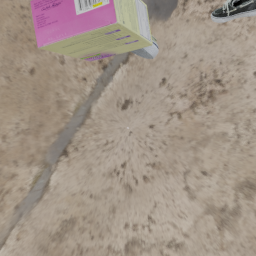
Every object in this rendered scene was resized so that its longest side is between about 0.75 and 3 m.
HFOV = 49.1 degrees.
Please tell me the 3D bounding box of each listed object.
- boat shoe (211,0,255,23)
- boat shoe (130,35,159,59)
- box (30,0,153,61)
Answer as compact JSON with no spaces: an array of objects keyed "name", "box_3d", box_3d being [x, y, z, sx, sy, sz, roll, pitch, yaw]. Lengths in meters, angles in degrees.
[{"name":"boat shoe","box_3d":[1.702,-1.940,4.497,0.316,0.925,0.342,44,78,-34]},{"name":"boat shoe","box_3d":[-0.270,-2.621,6.598,2.648,0.953,0.821,38,91,11]},{"name":"box","box_3d":[-0.571,-1.932,5.231,1.542,1.753,0.848,-9,91,24]}]
